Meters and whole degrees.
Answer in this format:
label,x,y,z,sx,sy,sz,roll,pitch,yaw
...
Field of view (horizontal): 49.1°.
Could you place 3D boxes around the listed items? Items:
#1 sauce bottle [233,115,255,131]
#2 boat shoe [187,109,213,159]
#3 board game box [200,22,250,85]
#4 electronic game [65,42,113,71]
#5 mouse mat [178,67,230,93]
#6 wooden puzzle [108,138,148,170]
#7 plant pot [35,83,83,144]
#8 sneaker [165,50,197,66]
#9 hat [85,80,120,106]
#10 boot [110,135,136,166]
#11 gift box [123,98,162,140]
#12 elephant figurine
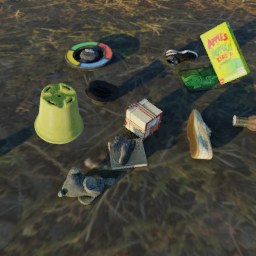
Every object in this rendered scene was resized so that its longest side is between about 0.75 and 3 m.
label,x,y,z,sx,sy,sz,roll,pitch,yaw
sauce bottle,5.437,-0.200,11.397,2.183,0.706,0.706,6,47,4
boat shoe,2.832,0.234,10.973,0.748,0.831,2.304,10,47,-7
board game box,2.941,-2.254,8.508,0.389,0.830,1.633,-29,96,-50
electronic game,-2.054,-3.859,14.905,2.528,0.526,2.528,0,47,0
mouse mat,3.750,-2.434,13.906,2.161,0.081,1.739,-10,48,-8
wooden puzzle,-0.024,1.007,10.561,1.314,0.329,1.419,-6,43,-6
plant pot,-2.204,-0.568,8.982,1.607,1.477,1.607,6,51,-8
sneaker,2.746,-3.580,14.670,1.636,0.598,0.915,8,51,18
hat,-1.169,-1.429,12.513,1.646,0.664,1.646,7,42,-7
boot,-0.297,0.818,10.321,0.859,0.455,1.304,14,38,16
gift box,0.518,-0.380,11.252,1.268,1.170,1.184,-30,56,-33
elephant figurine,-1.303,1.958,9.286,1.525,1.079,1.183,23,79,0
